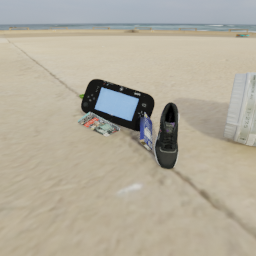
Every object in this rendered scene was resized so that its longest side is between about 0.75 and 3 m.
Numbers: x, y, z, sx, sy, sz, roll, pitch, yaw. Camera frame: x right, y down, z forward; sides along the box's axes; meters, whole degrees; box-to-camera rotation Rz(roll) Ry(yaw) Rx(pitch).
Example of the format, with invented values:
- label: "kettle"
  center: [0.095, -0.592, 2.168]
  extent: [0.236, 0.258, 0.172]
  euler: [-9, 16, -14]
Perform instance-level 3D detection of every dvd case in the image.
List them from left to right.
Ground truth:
- label: "dvd case"
  center: [-0.792, -0.077, 7.582]
  extent: [0.970, 0.107, 0.708]
  euler: [29, -31, -23]

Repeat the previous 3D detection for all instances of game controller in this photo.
- label: "game controller"
  center: [-0.309, -0.677, 8.040]
  extent: [2.109, 1.100, 0.444]
  euler: [19, 9, 14]

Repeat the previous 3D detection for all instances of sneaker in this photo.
- label: "sneaker"
  center: [0.885, 0.155, 6.388]
  extent: [0.577, 1.524, 0.667]
  euler: [2, -17, 8]

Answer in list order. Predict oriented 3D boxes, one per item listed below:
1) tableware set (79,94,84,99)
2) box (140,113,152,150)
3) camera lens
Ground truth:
- label: "tableware set"
  center: [-1.247, -1.308, 11.619]
  extent: [1.542, 0.237, 1.039]
  euler: [18, 29, 36]
- label: "box"
  center: [0.479, 0.084, 7.257]
  extent: [0.140, 0.524, 0.865]
  euler: [-11, 56, 25]
- label: "camera lens"
  center: [3.765, -0.380, 7.023]
  extent: [2.357, 1.885, 1.885]
  euler: [11, 25, 19]
